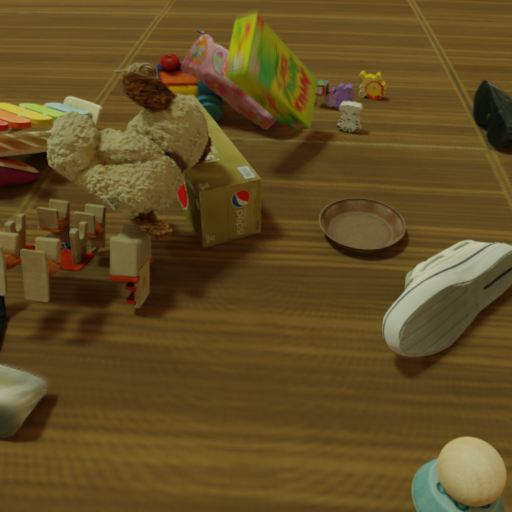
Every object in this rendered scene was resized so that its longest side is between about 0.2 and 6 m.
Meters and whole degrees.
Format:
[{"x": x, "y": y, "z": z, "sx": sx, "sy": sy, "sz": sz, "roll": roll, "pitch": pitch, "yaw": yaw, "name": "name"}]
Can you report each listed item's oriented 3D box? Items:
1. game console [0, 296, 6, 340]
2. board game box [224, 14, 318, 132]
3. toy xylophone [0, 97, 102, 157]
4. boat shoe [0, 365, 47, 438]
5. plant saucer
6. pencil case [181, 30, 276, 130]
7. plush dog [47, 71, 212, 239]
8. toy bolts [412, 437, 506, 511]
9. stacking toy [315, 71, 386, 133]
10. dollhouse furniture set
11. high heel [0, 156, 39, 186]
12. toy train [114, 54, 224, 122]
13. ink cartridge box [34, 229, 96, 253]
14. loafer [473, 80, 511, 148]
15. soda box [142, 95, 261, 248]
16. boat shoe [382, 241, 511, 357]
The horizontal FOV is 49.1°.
[{"x": -4.079, "y": 0.757, "z": 7.356, "sx": 1.330, "sy": 1.170, "sz": 0.774, "roll": -2, "pitch": 12, "yaw": -12, "name": "game console"}, {"x": 0.342, "y": -3.332, "z": 10.447, "sx": 0.511, "sy": 2.146, "sz": 1.090, "roll": -1, "pitch": 72, "yaw": 37, "name": "board game box"}, {"x": -4.776, "y": -2.588, "z": 10.783, "sx": 2.391, "sy": 0.820, "sz": 3.265, "roll": 19, "pitch": 25, "yaw": 23, "name": "toy xylophone"}, {"x": -3.625, "y": 1.429, "z": 6.633, "sx": 2.231, "sy": 0.822, "sz": 0.716, "roll": 15, "pitch": 31, "yaw": 11, "name": "boat shoe"}, {"x": 1.733, "y": -0.469, "z": 9.250, "sx": 1.402, "sy": 0.256, "sz": 1.402, "roll": 1, "pitch": 40, "yaw": -1, "name": "plant saucer"}, {"x": -0.421, "y": -3.670, "z": 11.775, "sx": 2.330, "sy": 1.019, "sz": 1.019, "roll": 35, "pitch": 46, "yaw": -1, "name": "pencil case"}, {"x": -1.451, "y": -1.430, "z": 7.911, "sx": 1.814, "sy": 2.261, "sz": 1.942, "roll": 33, "pitch": 85, "yaw": 24, "name": "plush dog"}, {"x": 2.549, "y": 2.234, "z": 5.105, "sx": 2.142, "sy": 1.486, "sz": 2.046, "roll": 14, "pitch": 42, "yaw": 16, "name": "toy bolts"}, {"x": 1.412, "y": -3.680, "z": 12.818, "sx": 2.735, "sy": 0.643, "sz": 2.062, "roll": 13, "pitch": 41, "yaw": 18, "name": "stacking toy"}, {"x": -2.519, "y": 0.063, "z": 7.855, "sx": 1.977, "sy": 1.029, "sz": 1.998, "roll": 7, "pitch": 22, "yaw": 4, "name": "dollhouse furniture set"}, {"x": -5.431, "y": -1.212, "z": 10.044, "sx": 2.800, "sy": 1.346, "sz": 0.944, "roll": 5, "pitch": 18, "yaw": -24, "name": "high heel"}, {"x": -1.949, "y": -3.637, "z": 12.495, "sx": 2.586, "sy": 1.095, "sz": 1.497, "roll": -1, "pitch": 54, "yaw": 0, "name": "toy train"}, {"x": -2.999, "y": -0.187, "z": 8.982, "sx": 0.787, "sy": 0.172, "sz": 0.795, "roll": 19, "pitch": 42, "yaw": 20, "name": "ink cartridge box"}, {"x": 5.227, "y": -2.988, "z": 11.913, "sx": 0.782, "sy": 0.788, "sz": 2.164, "roll": 7, "pitch": 49, "yaw": -7, "name": "loafer"}, {"x": -1.039, "y": -1.633, "z": 9.939, "sx": 1.061, "sy": 1.122, "sz": 3.314, "roll": -15, "pitch": 43, "yaw": -17, "name": "soda box"}, {"x": 2.518, "y": 0.521, "z": 7.710, "sx": 2.755, "sy": 1.013, "sz": 0.920, "roll": -20, "pitch": 28, "yaw": -34, "name": "boat shoe"}]
